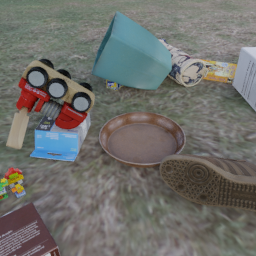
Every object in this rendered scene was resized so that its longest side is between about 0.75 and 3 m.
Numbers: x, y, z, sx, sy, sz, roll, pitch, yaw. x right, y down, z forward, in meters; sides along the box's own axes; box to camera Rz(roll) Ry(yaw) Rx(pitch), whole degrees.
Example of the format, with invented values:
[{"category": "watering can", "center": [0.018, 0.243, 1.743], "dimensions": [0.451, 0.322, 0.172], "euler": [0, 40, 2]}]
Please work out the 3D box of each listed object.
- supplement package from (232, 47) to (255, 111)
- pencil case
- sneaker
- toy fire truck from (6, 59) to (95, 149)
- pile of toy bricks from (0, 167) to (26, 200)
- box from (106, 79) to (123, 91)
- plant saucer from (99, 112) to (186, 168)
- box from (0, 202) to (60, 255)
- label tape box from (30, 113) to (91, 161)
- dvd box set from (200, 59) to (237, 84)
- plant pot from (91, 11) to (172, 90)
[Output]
[{"category": "supplement package", "center": [4.837, -1.538, 9.291], "dimensions": [1.548, 1.529, 2.554], "euler": [-3, 36, -4]}, {"category": "pencil case", "center": [1.867, -2.645, 11.177], "dimensions": [1.275, 1.109, 2.851], "euler": [-19, 40, -19]}, {"category": "sneaker", "center": [2.166, 1.153, 6.332], "dimensions": [2.876, 1.013, 1.086], "euler": [15, 21, 13]}, {"category": "toy fire truck", "center": [-2.093, -0.413, 7.208], "dimensions": [1.821, 2.069, 1.331], "euler": [30, 23, -18]}, {"category": "pile of toy bricks", "center": [-2.899, 1.345, 6.084], "dimensions": [1.329, 0.656, 0.737], "euler": [-23, 42, -28]}, {"category": "box", "center": [-0.286, -1.940, 10.794], "dimensions": [0.467, 0.428, 1.332], "euler": [18, 41, 24]}, {"category": "plant saucer", "center": [0.386, 0.326, 7.713], "dimensions": [2.337, 0.403, 2.337], "euler": [-1, 36, 1]}, {"category": "box", "center": [-1.778, 2.121, 4.783], "dimensions": [0.936, 0.927, 1.128], "euler": [-23, 42, -28]}, {"category": "label tape box", "center": [-1.863, 0.123, 7.848], "dimensions": [1.233, 0.569, 1.722], "euler": [5, 35, 7]}, {"category": "dvd box set", "center": [3.560, -2.347, 11.472], "dimensions": [1.906, 0.280, 1.394], "euler": [13, 39, 18]}, {"category": "plant pot", "center": [0.253, -2.544, 10.043], "dimensions": [2.453, 1.734, 1.733], "euler": [21, 45, -16]}]
